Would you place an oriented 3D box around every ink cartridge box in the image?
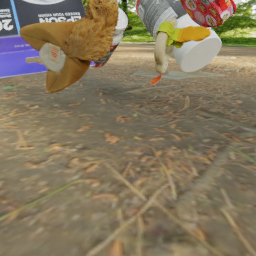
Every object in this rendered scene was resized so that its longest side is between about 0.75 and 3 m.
[{"bbox_3d":[-2.463,-2.758,7.133,2.788,2.815,0.611,-13,-12,-19],"label":"ink cartridge box"}]

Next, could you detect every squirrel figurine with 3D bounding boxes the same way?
[{"bbox_3d":[-0.763,-1.613,5.017,1.670,1.182,1.559,-12,26,34],"label":"squirrel figurine"}]

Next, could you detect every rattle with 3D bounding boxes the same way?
[{"bbox_3d":[0.971,-1.372,5.464,0.963,1.349,0.878,7,36,6],"label":"rattle"}]

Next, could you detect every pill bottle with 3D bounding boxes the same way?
[{"bbox_3d":[-1.003,-3.467,10.749,1.354,1.354,2.338,-13,-15,-32],"label":"pill bottle"},{"bbox_3d":[1.583,-3.352,9.061,1.729,1.729,2.984,-12,61,-30],"label":"pill bottle"}]

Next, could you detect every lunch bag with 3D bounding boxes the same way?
[{"bbox_3d":[1.617,-2.874,6.016,0.597,1.458,1.284,-43,20,1],"label":"lunch bag"}]
